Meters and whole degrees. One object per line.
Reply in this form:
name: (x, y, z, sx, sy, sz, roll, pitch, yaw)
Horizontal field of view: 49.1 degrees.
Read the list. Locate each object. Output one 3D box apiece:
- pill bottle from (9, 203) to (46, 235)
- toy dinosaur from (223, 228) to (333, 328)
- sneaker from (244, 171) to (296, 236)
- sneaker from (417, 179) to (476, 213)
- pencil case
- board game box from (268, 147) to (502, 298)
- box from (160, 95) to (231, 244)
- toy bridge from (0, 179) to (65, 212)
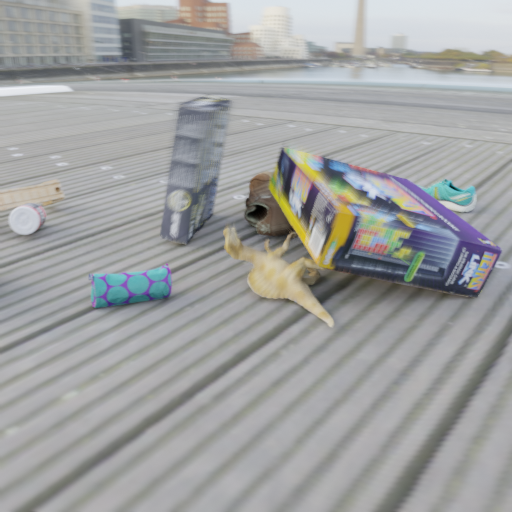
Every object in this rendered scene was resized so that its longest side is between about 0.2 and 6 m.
pill bottle: (-5.223, -0.880, 12.900, 0.643, 0.643, 1.162, -4, 12, -9)
toy dinosaur: (0.633, 0.402, 10.065, 1.490, 0.858, 2.947, -28, 50, -32)
sneaker: (0.131, -1.297, 13.462, 1.092, 1.019, 2.892, -14, 26, -13)
sneaker: (4.930, -1.690, 14.823, 1.831, 0.729, 0.710, 18, 28, 38)
pencil case: (-2.170, 0.510, 9.729, 1.386, 0.590, 0.641, -6, 52, -15)
board game box: (2.232, -0.793, 10.884, 3.196, 1.096, 3.866, 10, 24, -17)
box: (-1.317, -2.007, 12.621, 0.722, 2.941, 2.371, 13, 23, 3)
toy bridge: (-6.560, -1.057, 12.868, 4.445, 0.605, 1.494, -21, 10, -38)
